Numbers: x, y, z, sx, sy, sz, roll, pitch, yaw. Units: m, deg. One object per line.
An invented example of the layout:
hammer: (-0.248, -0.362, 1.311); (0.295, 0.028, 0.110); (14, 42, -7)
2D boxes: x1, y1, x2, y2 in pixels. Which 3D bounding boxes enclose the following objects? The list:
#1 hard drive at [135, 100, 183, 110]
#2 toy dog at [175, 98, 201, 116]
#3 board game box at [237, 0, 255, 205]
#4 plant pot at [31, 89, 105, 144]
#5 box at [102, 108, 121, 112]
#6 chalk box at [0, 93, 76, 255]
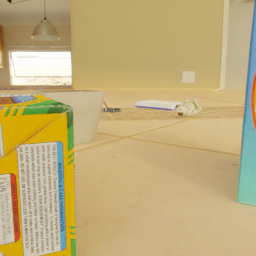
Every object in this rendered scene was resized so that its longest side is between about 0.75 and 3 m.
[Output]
hard drive: (1.958, -1.356, 16.383); (2.604, 0.330, 1.718); (10, 14, 44)
toy dog: (2.537, -0.876, 12.278); (0.954, 0.665, 0.925); (-7, -22, -21)
board game box: (2.271, -0.565, 4.544); (0.675, 3.000, 2.281); (5, 10, 23)
plant pot: (-1.646, -0.323, 7.676); (1.584, 1.404, 1.586); (-6, 11, -29)
box: (-0.862, -0.939, 14.565); (0.759, 0.165, 0.608); (8, 13, 39)
chalk box: (-1.623, 0.417, 3.105); (1.554, 1.565, 2.507); (-5, 12, -24)
